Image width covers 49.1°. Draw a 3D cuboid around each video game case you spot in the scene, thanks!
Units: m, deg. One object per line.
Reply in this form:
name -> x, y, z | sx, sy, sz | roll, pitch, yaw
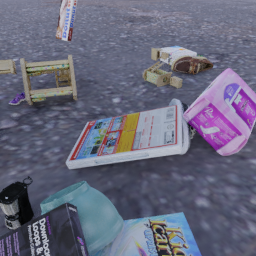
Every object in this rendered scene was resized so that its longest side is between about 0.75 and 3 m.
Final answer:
video game case -> -0.016, 0.186, 7.337 | 2.833, 0.247, 2.026 | -10, 29, 16
video game case -> 0.112, 2.460, 4.072 | 2.259, 0.566, 2.493 | -4, 32, -8

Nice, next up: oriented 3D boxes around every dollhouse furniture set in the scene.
dollhouse furniture set -> 1.391, -2.395, 11.310 | 0.839, 1.335, 1.510 | -21, 36, -30
dollhouse furniture set -> -3.468, -1.692, 10.614 | 2.830, 1.573, 2.503 | -8, 8, -12

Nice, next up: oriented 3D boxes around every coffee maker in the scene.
coffee maker -> -2.108, 1.487, 5.477 | 0.735, 0.765, 0.515 | -25, 40, -32

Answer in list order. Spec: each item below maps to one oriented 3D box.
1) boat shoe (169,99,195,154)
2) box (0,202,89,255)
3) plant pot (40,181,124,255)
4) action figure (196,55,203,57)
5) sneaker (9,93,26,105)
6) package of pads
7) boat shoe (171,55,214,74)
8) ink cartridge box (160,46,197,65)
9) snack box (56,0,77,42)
boat shoe -> 1.610, -0.027, 8.021 | 0.704, 0.761, 2.060 | 17, 35, -13
box -> -1.419, 2.067, 3.702 | 1.983, 0.358, 1.418 | -28, 55, 3
plant pot -> -0.893, 1.482, 4.702 | 1.399, 0.937, 1.399 | -25, 3, 1
action figure -> 3.432, -3.797, 14.687 | 0.951, 0.260, 0.562 | 10, 30, 10
sneaker -> -4.019, -1.068, 10.117 | 0.303, 0.313, 0.751 | 11, 34, 18
package of pads -> 2.844, -0.551, 8.047 | 1.641, 1.031, 2.724 | 45, 42, 3
boat shoe -> 2.940, -2.794, 12.587 | 2.067, 0.746, 0.744 | -7, 35, -27
ink cartridge box -> 2.562, -3.436, 13.687 | 1.094, 0.645, 1.901 | -17, 35, -25
snack box -> -2.306, -4.334, 10.605 | 0.709, 1.972, 0.240 | 22, 18, 33
